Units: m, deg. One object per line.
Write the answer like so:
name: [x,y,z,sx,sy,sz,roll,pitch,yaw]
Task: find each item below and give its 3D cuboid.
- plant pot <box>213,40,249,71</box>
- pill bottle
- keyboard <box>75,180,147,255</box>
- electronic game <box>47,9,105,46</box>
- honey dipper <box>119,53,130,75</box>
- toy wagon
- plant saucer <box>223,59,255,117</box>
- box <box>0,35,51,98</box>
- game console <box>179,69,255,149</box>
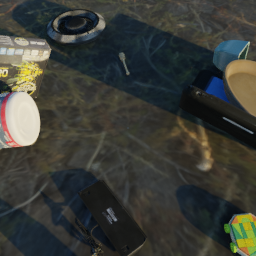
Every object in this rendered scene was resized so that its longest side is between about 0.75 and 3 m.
plant pot: [3.342,-2.385,9.271,0.890,0.871,0.874,26,56,28]
pill bottle: [-3.539,-0.113,7.034,2.245,1.342,1.342,-7,51,10]
keyboard: [-0.549,2.078,6.187,1.183,0.192,1.862,-26,56,-27]
electronic game: [-1.953,-3.828,10.585,2.215,0.461,2.215,-2,51,2]
honey dipper: [-0.120,-2.160,9.488,0.190,0.190,1.001,-10,55,-8]
toy wagon: [2.606,2.398,5.903,0.900,0.229,1.160,-5,52,-4]
plant saucer: [3.810,-0.786,7.666,2.868,0.423,2.868,12,49,-14]
box: [-3.376,-1.553,7.424,2.261,1.823,0.555,-8,51,-41]
game console: [2.959,-0.640,7.139,2.896,2.547,1.686,29,86,11]
